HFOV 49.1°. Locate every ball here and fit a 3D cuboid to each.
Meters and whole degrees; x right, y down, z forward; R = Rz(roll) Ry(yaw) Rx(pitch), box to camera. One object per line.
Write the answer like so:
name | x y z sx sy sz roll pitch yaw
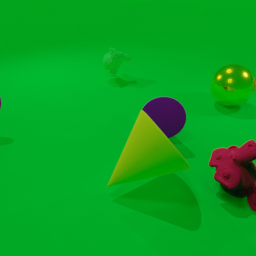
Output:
ball | 3.454 -1.413 9.294 1.396 1.396 1.396 0 31 0

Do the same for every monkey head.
monkey head | -0.479 -2.694 11.384 1.076 0.901 1.495 11 37 -15
monkey head | 2.327 0.804 5.724 0.983 1.174 1.631 26 36 -30

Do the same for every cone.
cone | 0.918 -0.498 7.590 1.173 1.173 1.177 2 27 3
cone | 0.175 0.707 5.705 1.536 1.530 1.530 -40 37 2

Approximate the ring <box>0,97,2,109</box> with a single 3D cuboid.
ring | -4.011 -0.734 7.550 1.149 1.149 0.230 -2 20 -3
